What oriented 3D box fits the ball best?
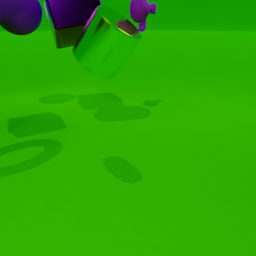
[{"bbox_3d":[-3.174,-3.386,8.132,1.327,1.327,1.327,0,21,0],"label":"ball"}]

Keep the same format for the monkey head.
[{"bbox_3d":[0.432,-3.184,7.499,0.806,1.120,0.675,-5,25,-10],"label":"monkey head"}]

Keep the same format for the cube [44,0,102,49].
[{"bbox_3d":[-1.540,-3.260,7.938,1.380,1.380,1.380,-16,-3,-14],"label":"cube"}]

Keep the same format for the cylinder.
[{"bbox_3d":[-0.539,-2.151,7.106,1.309,1.309,1.309,29,32,-20],"label":"cylinder"}]
